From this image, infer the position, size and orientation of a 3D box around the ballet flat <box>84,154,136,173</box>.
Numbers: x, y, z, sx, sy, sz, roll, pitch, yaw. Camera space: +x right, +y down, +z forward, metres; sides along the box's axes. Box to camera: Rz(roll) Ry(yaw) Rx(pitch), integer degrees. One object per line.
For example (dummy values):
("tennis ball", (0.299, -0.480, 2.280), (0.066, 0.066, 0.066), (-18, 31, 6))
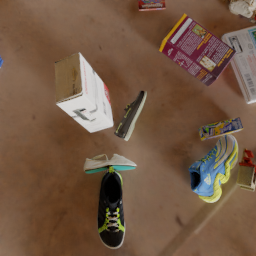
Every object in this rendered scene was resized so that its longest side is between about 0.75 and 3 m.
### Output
("ballet flat", (-0.613, 1.133, 9.299), (1.758, 0.610, 0.610), (-6, 78, 2))

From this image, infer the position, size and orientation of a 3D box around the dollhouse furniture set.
("dollhouse furniture set", (4.627, 1.434, 8.443), (2.354, 2.380, 1.226), (9, 73, 34))

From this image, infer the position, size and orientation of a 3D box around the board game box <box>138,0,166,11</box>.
("board game box", (0.915, -4.816, 10.819), (1.031, 0.100, 0.530), (-4, 79, -1))

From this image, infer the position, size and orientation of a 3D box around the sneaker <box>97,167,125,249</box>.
("sneaker", (-0.579, 2.485, 8.726), (0.898, 1.037, 2.505), (-4, 78, -1))

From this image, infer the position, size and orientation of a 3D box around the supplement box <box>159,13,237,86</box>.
("supplement box", (2.388, -2.684, 9.773), (2.250, 0.964, 1.242), (37, 81, 2))

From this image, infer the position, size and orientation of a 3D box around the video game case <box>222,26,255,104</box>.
("video game case", (5.053, -2.469, 10.191), (2.506, 0.326, 2.754), (-15, 77, -4))

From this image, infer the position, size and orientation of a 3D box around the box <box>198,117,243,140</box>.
("box", (3.143, 0.035, 9.554), (1.360, 0.476, 0.437), (-13, 78, -3))

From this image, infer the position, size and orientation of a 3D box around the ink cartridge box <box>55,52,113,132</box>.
("ink cartridge box", (-1.330, -1.020, 8.681), (0.882, 2.128, 1.562), (-16, 61, 14))

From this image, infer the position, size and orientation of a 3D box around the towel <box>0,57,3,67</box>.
("towel", (-6.064, -1.690, 10.006), (2.134, 0.352, 2.948), (23, 79, 6))

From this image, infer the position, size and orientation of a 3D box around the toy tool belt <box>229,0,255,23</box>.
("toy tool belt", (4.544, -4.616, 10.383), (1.392, 0.869, 0.856), (32, 84, 11))

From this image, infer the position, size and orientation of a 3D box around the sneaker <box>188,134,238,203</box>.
("sneaker", (2.676, 1.147, 8.894), (1.230, 0.886, 2.341), (26, 78, -28))

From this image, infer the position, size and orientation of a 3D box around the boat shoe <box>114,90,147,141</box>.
("boat shoe", (0.102, -0.492, 9.515), (0.547, 0.648, 1.817), (23, 89, 6))
